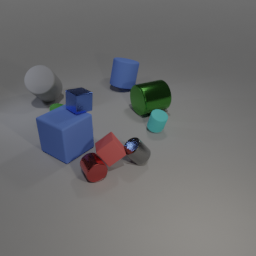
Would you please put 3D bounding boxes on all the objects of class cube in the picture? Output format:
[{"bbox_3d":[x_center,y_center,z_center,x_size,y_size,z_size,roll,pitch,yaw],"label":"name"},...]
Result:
[{"bbox_3d":[-1.739,-0.980,9.946,0.700,0.700,0.700,-17,33,-39],"label":"cube"},{"bbox_3d":[-0.580,0.687,9.147,0.700,0.700,0.700,-36,23,6],"label":"cube"},{"bbox_3d":[-2.228,0.172,10.090,1.400,1.400,1.400,21,36,31],"label":"cube"}]

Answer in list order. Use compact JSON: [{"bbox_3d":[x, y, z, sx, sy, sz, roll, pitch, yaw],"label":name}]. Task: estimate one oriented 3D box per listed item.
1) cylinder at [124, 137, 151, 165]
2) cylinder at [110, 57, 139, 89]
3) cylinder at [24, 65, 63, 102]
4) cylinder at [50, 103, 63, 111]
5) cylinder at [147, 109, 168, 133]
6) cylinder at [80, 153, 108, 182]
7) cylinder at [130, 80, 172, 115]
[{"bbox_3d":[0.301,0.786,9.497,0.700,0.700,0.700,-26,40,24],"label":"cylinder"},{"bbox_3d":[-0.196,-2.961,15.122,1.400,1.400,1.400,10,21,-4],"label":"cylinder"},{"bbox_3d":[-3.960,-2.077,13.260,1.400,1.400,1.400,1,-8,2],"label":"cylinder"},{"bbox_3d":[-2.948,-0.569,11.803,0.700,0.700,0.700,-3,65,-6],"label":"cylinder"},{"bbox_3d":[1.190,-0.277,11.352,0.700,0.700,0.700,9,45,-9],"label":"cylinder"},{"bbox_3d":[-1.099,1.252,8.947,0.700,0.700,0.700,-15,34,-23],"label":"cylinder"},{"bbox_3d":[1.019,-1.394,12.747,1.400,1.400,1.400,-15,34,-25],"label":"cylinder"}]
